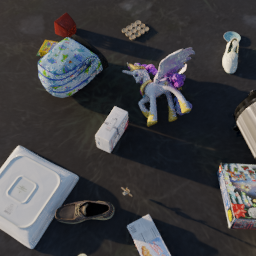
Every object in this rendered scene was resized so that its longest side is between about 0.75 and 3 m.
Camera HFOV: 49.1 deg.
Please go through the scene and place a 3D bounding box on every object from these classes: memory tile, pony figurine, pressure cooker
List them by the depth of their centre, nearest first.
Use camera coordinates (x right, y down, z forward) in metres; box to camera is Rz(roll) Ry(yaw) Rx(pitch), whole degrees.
[{"bbox_3d":[4.855,-0.278,9.307,2.198,2.232,2.499,-15,61,-5],"label":"pressure cooker"},{"bbox_3d":[1.333,-1.609,10.446,2.564,2.212,2.656,-19,76,-1],"label":"pony figurine"},{"bbox_3d":[0.356,-4.574,13.092,1.131,0.095,0.867,-36,66,-20],"label":"memory tile"}]

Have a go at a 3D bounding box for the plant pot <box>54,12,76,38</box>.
[{"bbox_3d":[-2.793,-4.577,12.741,0.703,0.798,0.798,39,66,8],"label":"plant pot"}]

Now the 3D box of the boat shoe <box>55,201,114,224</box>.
[{"bbox_3d":[-1.340,2.490,8.577,1.825,0.669,0.680,-6,60,-4],"label":"boat shoe"}]

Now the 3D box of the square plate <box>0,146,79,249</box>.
[{"bbox_3d":[-3.348,2.042,9.029,2.598,0.370,2.574,24,62,14],"label":"square plate"}]

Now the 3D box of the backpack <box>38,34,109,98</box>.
[{"bbox_3d":[-2.322,-2.388,10.989,2.046,1.928,2.508,39,83,16],"label":"backpack"}]

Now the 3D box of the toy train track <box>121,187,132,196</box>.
[{"bbox_3d":[-0.036,1.973,8.723,0.436,0.760,0.124,37,92,11],"label":"toy train track"}]

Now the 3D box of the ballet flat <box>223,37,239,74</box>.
[{"bbox_3d":[4.440,-3.167,11.968,0.637,0.637,1.836,14,61,8],"label":"ballet flat"}]

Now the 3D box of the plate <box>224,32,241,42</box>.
[{"bbox_3d":[4.758,-4.131,12.829,0.754,0.096,0.754,0,59,0],"label":"plate"}]

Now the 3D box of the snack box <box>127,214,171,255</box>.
[{"bbox_3d":[0.784,3.663,8.120,0.770,0.260,2.142,-23,62,-13],"label":"snack box"}]

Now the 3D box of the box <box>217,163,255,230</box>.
[{"bbox_3d":[4.440,2.080,8.552,2.996,0.597,2.051,3,43,1],"label":"box"}]

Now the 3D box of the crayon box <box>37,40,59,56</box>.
[{"bbox_3d":[-3.355,-3.448,12.298,1.202,0.310,0.756,11,60,7],"label":"crayon box"}]

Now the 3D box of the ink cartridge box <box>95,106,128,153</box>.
[{"bbox_3d":[-0.541,0.077,9.826,0.553,0.979,1.336,25,63,13],"label":"ink cartridge box"}]

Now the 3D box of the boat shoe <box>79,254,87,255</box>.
[{"bbox_3d":[-1.221,4.225,7.702,0.537,0.448,1.438,-16,45,-2],"label":"boat shoe"}]
